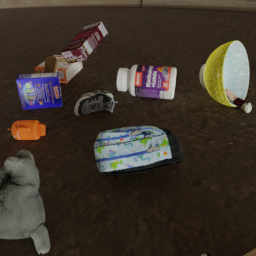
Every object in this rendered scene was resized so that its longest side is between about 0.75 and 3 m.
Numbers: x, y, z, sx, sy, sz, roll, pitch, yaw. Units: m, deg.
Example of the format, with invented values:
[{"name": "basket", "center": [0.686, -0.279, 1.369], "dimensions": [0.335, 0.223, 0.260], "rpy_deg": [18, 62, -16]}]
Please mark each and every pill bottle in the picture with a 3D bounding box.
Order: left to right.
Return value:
[{"name": "pill bottle", "center": [0.869, -2.179, 13.081], "dimensions": [2.627, 1.464, 1.464], "rpy_deg": [6, 31, 10]}]

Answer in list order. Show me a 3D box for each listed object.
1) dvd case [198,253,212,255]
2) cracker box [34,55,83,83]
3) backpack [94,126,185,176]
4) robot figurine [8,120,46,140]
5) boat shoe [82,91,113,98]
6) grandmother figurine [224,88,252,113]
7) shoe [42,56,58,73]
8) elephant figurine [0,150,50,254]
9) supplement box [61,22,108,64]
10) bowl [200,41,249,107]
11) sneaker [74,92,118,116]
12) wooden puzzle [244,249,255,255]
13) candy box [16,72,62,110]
[{"name": "dvd case", "center": [0.916, 2.965, 4.870], "dimensions": [2.018, 0.161, 1.500], "rpy_deg": [-7, 19, -14]}, {"name": "cracker box", "center": [-3.856, -3.415, 15.912], "dimensions": [1.782, 0.768, 2.661], "rpy_deg": [5, 30, 9]}, {"name": "backpack", "center": [0.160, 0.652, 8.135], "dimensions": [2.282, 1.754, 1.861], "rpy_deg": [-25, 2, -8]}, {"name": "robot figurine", "center": [-3.592, 0.078, 9.999], "dimensions": [1.222, 0.713, 0.879], "rpy_deg": [-1, 33, -2]}, {"name": "boat shoe", "center": [-1.432, -1.418, 12.774], "dimensions": [1.465, 0.554, 0.442], "rpy_deg": [0, 29, -24]}, {"name": "grandmother figurine", "center": [4.765, -1.191, 12.234], "dimensions": [0.940, 0.469, 1.550], "rpy_deg": [-11, 43, -29]}, {"name": "shoe", "center": [-3.959, -2.419, 13.840], "dimensions": [0.890, 0.679, 2.544], "rpy_deg": [8, 58, 5]}, {"name": "elephant figurine", "center": [-3.476, 1.659, 6.139], "dimensions": [2.926, 2.070, 2.270], "rpy_deg": [-8, 16, -26]}, {"name": "supplement box", "center": [-2.083, -4.150, 13.631], "dimensions": [1.256, 0.703, 2.309], "rpy_deg": [0, 46, 37]}, {"name": "bowl", "center": [4.135, -2.354, 12.475], "dimensions": [1.518, 2.821, 2.821], "rpy_deg": [6, 26, 42]}, {"name": "sneaker", "center": [-1.272, -0.955, 11.709], "dimensions": [1.102, 0.731, 1.937], "rpy_deg": [17, 32, 31]}, {"name": "wooden puzzle", "center": [2.732, 3.129, 5.163], "dimensions": [1.883, 0.351, 1.742], "rpy_deg": [-19, 35, -21]}, {"name": "candy box", "center": [-3.784, -1.609, 12.139], "dimensions": [1.708, 1.444, 0.658], "rpy_deg": [-5, 34, -10]}]
